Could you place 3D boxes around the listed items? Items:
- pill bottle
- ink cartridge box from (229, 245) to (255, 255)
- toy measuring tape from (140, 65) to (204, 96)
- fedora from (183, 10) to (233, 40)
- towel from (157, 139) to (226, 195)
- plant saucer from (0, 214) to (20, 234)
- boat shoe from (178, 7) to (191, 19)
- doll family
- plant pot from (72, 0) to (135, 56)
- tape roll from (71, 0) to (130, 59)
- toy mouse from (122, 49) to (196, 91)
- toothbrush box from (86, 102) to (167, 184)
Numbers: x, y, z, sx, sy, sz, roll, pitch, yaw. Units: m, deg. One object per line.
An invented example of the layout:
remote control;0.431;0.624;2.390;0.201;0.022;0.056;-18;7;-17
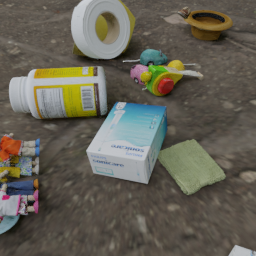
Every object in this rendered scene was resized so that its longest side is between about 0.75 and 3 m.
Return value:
pill bottle;-2.100;-1.095;8.802;2.844;1.553;1.553;-3;43;-4
ink cartridge box;2.370;2.779;5.403;0.812;0.598;0.587;14;46;16
toy measuring tape;1.547;-1.654;10.128;2.852;1.049;1.049;-3;38;-37
fedora;3.688;-4.753;13.136;2.283;0.931;2.283;-1;43;1
towel;1.618;0.964;7.420;1.261;0.310;1.699;-20;37;-13
plant saucer;-3.352;1.876;6.185;1.804;0.347;1.804;21;18;-7
boat shoe;1.860;-3.777;9.108;0.359;0.340;0.947;38;27;-1
doll family;-2.955;1.302;6.810;1.484;1.078;2.391;2;51;-18
plant pot;-0.892;-4.129;11.467;2.045;2.880;2.880;16;42;-13
tape roll;-0.701;-2.657;7.456;1.594;1.594;0.557;-33;34;-30
toy mouse;0.867;-2.490;10.997;2.625;0.572;2.954;26;49;25
toothbrush box;0.074;0.305;7.660;1.570;0.914;2.144;7;42;19
